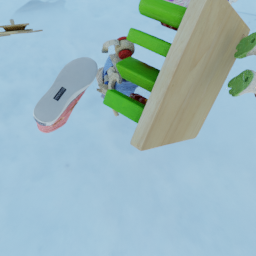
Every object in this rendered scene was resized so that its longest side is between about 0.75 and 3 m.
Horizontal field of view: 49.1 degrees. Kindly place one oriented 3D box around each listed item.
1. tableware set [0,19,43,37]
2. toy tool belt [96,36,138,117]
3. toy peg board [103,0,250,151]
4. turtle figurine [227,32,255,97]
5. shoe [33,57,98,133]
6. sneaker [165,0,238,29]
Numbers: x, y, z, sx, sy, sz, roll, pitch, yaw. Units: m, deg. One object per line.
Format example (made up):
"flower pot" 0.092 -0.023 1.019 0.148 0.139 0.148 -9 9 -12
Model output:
"tableware set" -3.669 -2.797 7.799 1.485 0.450 2.247 7 25 27
"toy tool belt" -0.167 -1.140 6.863 1.225 1.961 1.205 -2 69 -15
"toy peg board" 1.033 -1.282 6.181 1.455 2.975 2.962 33 21 27
"turtle figurine" 3.157 -0.827 6.002 2.480 1.840 2.557 20 19 -19
"shoe" -1.506 -0.788 6.783 0.736 0.938 2.061 35 67 -2
"sneaker" 1.922 -3.627 7.440 2.580 1.140 1.038 -10 36 38
